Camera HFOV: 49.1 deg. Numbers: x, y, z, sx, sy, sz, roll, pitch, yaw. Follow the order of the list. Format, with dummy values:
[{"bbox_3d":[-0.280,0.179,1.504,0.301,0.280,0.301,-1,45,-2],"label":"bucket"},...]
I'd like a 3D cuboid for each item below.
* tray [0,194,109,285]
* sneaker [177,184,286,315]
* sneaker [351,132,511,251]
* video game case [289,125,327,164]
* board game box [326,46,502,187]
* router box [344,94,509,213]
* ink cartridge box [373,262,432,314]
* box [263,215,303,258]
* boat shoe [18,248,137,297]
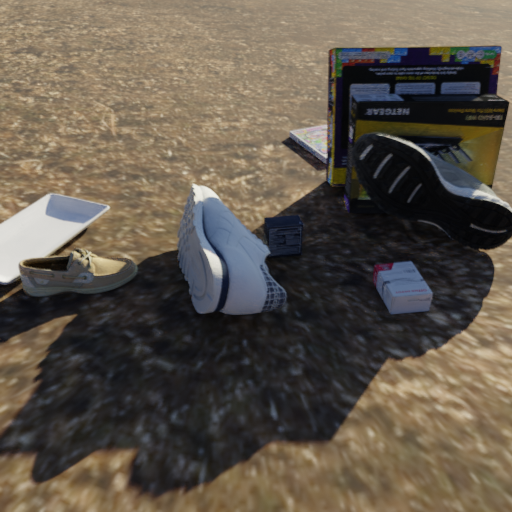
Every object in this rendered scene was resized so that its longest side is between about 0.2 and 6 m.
[{"bbox_3d":[-4.127,-0.321,10.366,1.519,0.314,2.829,14,36,19],"label":"tray"},{"bbox_3d":[-0.542,-0.126,9.520,1.320,1.252,3.279,3,35,-19],"label":"sneaker"},{"bbox_3d":[3.133,-1.241,10.210,3.285,1.214,1.302,27,31,-13],"label":"sneaker"},{"bbox_3d":[1.907,-2.904,14.356,1.397,0.176,1.951,-14,37,-20],"label":"video game case"},{"bbox_3d":[3.253,-2.967,11.961,3.430,2.835,0.973,-1,18,-2],"label":"board game box"},{"bbox_3d":[3.253,-2.005,11.081,2.863,2.251,0.748,-1,28,0],"label":"router box"},{"bbox_3d":[2.348,0.511,9.051,0.662,0.380,0.912,-4,34,-7],"label":"ink cartridge box"},{"bbox_3d":[0.486,-0.356,10.096,0.655,0.650,0.404,-5,32,-10],"label":"box"},{"bbox_3d":[-2.934,0.221,9.279,1.873,0.608,0.676,-6,34,-9],"label":"boat shoe"}]
